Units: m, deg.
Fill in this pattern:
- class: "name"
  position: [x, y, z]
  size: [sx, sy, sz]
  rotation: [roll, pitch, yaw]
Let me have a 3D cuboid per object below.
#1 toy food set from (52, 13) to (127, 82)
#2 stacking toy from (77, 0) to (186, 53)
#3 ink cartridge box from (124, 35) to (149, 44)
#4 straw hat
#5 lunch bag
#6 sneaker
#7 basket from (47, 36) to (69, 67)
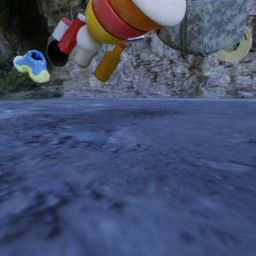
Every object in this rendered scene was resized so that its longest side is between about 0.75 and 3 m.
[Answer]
- class: "toy food set"
  position: [-1.297, -2.777, 8.623]
  size: [1.353, 1.275, 2.835]
  rotation: [18, 27, -45]
- class: "stacking toy"
  position: [-0.260, -2.347, 5.699]
  size: [1.810, 1.810, 2.478]
  rotation: [-8, -11, -46]
- class: "ink cartridge box"
  position: [0.201, -3.695, 11.575]
  size: [1.254, 0.246, 0.623]
  rotation: [-11, 2, -11]
- class: "straw hat"
  position: [3.887, -3.196, 10.740]
  size: [1.572, 1.572, 0.665]
  rotation: [1, -3, 5]
- class: "lunch bag"
  position: [2.219, -3.339, 8.765]
  size: [2.380, 1.658, 1.996]
  rotation: [-30, 35, -29]
- class: "sneaker"
  position: [-3.084, -2.168, 8.975]
  size: [1.761, 0.925, 0.667]
  rotation: [33, 41, 28]
- class: "basket"
  position: [-2.552, -2.876, 10.055]
  size: [0.746, 0.990, 1.098]
  rotation: [-11, 40, -10]
